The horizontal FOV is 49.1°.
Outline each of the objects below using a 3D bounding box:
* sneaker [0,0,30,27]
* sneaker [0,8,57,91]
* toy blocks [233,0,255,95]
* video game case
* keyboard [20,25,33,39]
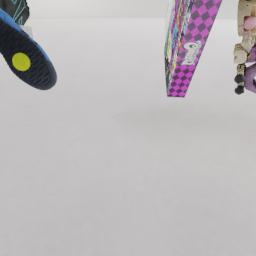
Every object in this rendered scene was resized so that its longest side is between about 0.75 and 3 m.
[{"bbox_3d":[-3.225,-3.512,7.628,0.943,2.501,0.991,25,16,37],"label":"sneaker"},{"bbox_3d":[-1.485,-1.138,3.651,1.514,0.499,0.594,43,17,-14],"label":"sneaker"},{"bbox_3d":[3.254,-2.228,5.317,2.160,2.398,2.566,3,39,25],"label":"toy blocks"},{"bbox_3d":[1.143,-2.314,5.483,0.475,2.651,2.403,4,60,-1],"label":"video game case"},{"bbox_3d":[-2.315,-1.919,6.553,0.263,0.936,0.050,13,40,10],"label":"keyboard"}]
